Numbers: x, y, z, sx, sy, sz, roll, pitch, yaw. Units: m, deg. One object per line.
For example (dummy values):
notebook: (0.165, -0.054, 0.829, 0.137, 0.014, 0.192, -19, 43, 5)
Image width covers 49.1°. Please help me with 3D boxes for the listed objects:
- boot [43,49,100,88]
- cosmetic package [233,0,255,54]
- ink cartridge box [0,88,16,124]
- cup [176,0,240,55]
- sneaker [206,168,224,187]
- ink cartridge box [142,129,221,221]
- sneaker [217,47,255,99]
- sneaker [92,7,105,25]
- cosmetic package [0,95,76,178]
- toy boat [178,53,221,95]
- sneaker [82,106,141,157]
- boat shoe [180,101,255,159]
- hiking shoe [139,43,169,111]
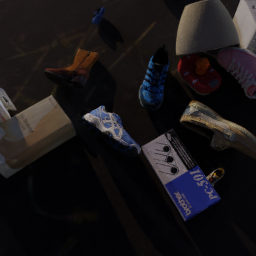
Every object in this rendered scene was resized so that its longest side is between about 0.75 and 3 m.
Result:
boot: (-2.226, -2.546, 11.126, 1.743, 0.634, 1.851, 10, 59, 12)
cosmetic package: (5.429, -4.246, 11.490, 1.551, 1.553, 1.882, -6, 62, -3)
ink cartridge box: (-5.199, -0.647, 9.621, 2.258, 1.451, 1.414, -28, 65, -15)
cup: (2.881, -3.826, 10.529, 2.361, 2.361, 1.689, -13, 106, -7)
sneaker: (2.696, 1.614, 8.980, 0.961, 0.395, 0.374, -41, 68, -10)
ink cartridge box: (1.608, 1.434, 8.879, 1.236, 0.581, 2.629, -30, 66, -2)
sneaker: (4.487, -2.039, 10.607, 2.663, 1.002, 1.392, 29, 60, 10)
sneaker: (-1.415, -5.066, 12.660, 0.392, 0.353, 1.005, 15, 64, 28)
cosmetic package: (-3.307, 0.255, 9.400, 2.744, 0.975, 1.443, -35, 67, -17)
toy boat: (2.733, -2.208, 10.612, 1.169, 1.171, 1.792, -34, 67, -17)
sneaker: (-0.467, 0.038, 9.448, 2.439, 0.923, 0.940, 37, 68, 24)
boat shoe: (3.093, 0.248, 9.454, 2.926, 1.083, 0.971, 35, 77, 21)
hiking shoe: (0.966, -1.874, 10.459, 0.964, 1.124, 2.592, 9, 62, 5)
